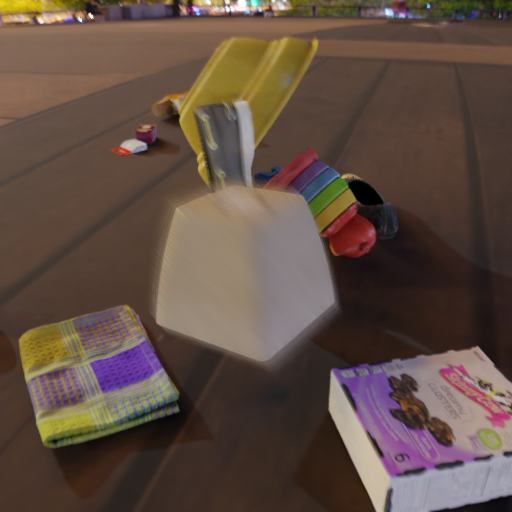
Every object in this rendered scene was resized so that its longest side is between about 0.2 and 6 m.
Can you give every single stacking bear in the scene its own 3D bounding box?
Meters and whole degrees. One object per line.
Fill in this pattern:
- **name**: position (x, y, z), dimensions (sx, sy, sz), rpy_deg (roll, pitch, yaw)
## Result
- **stacking bear**: position (1.195, -0.763, 9.400), dimensions (1.922, 1.093, 1.167), rpy_deg (48, 8, 3)

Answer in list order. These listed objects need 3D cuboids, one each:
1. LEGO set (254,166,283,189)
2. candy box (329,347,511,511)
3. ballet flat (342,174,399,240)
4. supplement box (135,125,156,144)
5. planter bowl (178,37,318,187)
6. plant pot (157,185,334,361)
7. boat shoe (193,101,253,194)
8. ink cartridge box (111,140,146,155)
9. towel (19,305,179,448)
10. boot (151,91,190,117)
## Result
- **LEGO set**: position (0.174, -0.803, 9.906), dimensions (1.182, 1.099, 2.881), rpy_deg (23, 37, 36)
- **candy box**: position (1.814, 1.702, 5.661), dimensions (1.772, 0.634, 1.486), rpy_deg (-6, 29, -12)
- **ballet flat**: position (2.195, -1.124, 10.883), dimensions (0.835, 0.714, 2.513), rpy_deg (-5, 28, -9)
- **supplement box**: position (-3.037, -3.346, 15.440), dimensions (0.454, 0.358, 0.694), rpy_deg (0, 28, 0)
- **planter bowl**: position (-0.446, -2.877, 10.301), dimensions (1.422, 3.415, 3.415), rpy_deg (32, 25, -13)
- **plant pot**: position (-0.134, 0.034, 6.539), dimensions (1.610, 1.426, 1.608), rpy_deg (14, 29, 33)
- **boat shoe**: position (-0.457, -0.918, 8.524), dimensions (0.830, 2.775, 0.992), rpy_deg (-4, 6, -9)
- **ink cartridge box**: position (-3.361, -2.857, 14.713), dimensions (0.762, 0.180, 0.610), rpy_deg (-22, 35, -37)
- **towel**: position (-1.963, 1.336, 6.771), dimensions (1.564, 0.248, 2.178), rpy_deg (-12, 30, -23)
- **boot**: position (-1.886, -4.814, 17.607), dimensions (2.472, 0.870, 1.770), rpy_deg (10, 33, 29)
